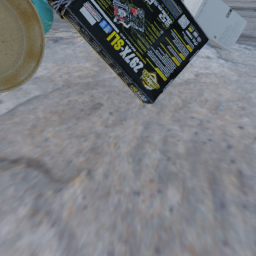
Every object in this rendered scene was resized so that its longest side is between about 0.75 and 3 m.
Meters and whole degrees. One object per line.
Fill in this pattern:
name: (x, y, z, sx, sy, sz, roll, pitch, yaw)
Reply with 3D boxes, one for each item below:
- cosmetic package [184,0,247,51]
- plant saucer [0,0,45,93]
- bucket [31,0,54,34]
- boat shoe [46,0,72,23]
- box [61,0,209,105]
cosmetic package: (2.923, -3.724, 9.732, 2.398, 1.219, 0.888, 11, 25, -39)
plant saucer: (-2.694, -1.771, 5.218, 2.284, 2.284, 0.404, -28, 21, -37)
bucket: (-3.408, -3.982, 9.814, 1.502, 1.502, 0.977, 21, 15, 30)
boat shoe: (-2.058, -4.239, 9.398, 2.825, 1.021, 1.023, 28, 39, -41)
box: (0.295, -2.445, 6.841, 2.380, 2.980, 0.735, -48, 20, -9)
